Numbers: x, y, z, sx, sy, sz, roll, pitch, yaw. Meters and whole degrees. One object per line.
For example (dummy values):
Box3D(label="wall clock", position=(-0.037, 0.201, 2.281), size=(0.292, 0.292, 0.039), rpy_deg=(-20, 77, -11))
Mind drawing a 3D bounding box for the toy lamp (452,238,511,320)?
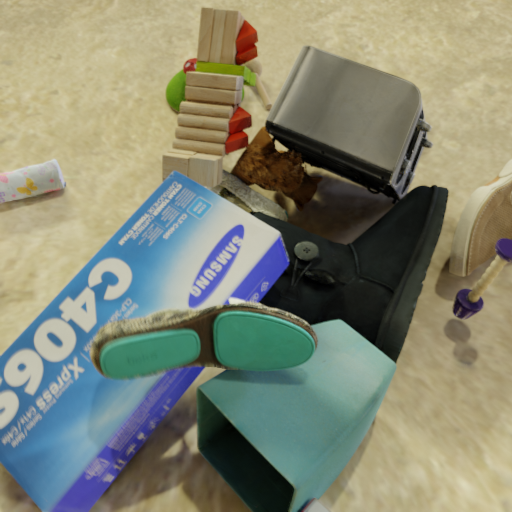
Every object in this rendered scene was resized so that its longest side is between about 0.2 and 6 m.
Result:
Box3D(label="toy lamp", position=(3.122, 0.366, 7.690), size=(0.416, 1.430, 0.416), rpy_deg=(8, 46, -9))

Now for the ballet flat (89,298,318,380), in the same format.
Box3D(label="ballet flat", position=(-0.558, 0.812, 6.014), size=(2.350, 0.797, 0.885), rpy_deg=(-4, 23, -11))

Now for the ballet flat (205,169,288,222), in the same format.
Box3D(label="ballet flat", position=(-0.379, -0.948, 9.655), size=(2.058, 0.738, 0.738), rpy_deg=(32, 55, 28))

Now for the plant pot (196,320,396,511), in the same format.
Box3D(label="plant pot", position=(0.581, 1.838, 6.630), size=(2.107, 1.489, 1.488), rpy_deg=(-31, 55, -32))

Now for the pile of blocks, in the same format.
Box3D(label="pile of blocks", position=(-0.531, -2.399, 9.444), size=(1.161, 1.534, 3.736), rpy_deg=(10, 76, 12))

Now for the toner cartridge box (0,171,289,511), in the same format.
Box3D(label="toner cartridge box", position=(-1.559, 0.929, 6.999), size=(1.904, 0.865, 4.009), rpy_deg=(32, 74, 25))

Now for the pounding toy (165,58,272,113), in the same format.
Box3D(label="pounding toy", position=(-0.886, -3.969, 12.229), size=(2.281, 1.058, 1.761), rpy_deg=(-8, 48, -7))

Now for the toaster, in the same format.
Box3D(label="toaster", position=(1.556, -2.130, 9.461), size=(2.661, 2.406, 1.579), rpy_deg=(27, 96, 19))

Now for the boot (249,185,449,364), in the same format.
Box3D(label="boot", position=(1.200, -0.202, 8.549), size=(2.845, 1.293, 3.386), rpy_deg=(21, 57, 13))

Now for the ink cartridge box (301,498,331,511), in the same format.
Box3D(label="ink cartridge box", position=(0.612, 3.049, 5.934), size=(0.539, 0.745, 0.541), rpy_deg=(36, 58, 25))

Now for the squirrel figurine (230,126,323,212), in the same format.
Box3D(label="squirrel figurine", position=(0.389, -1.381, 9.654), size=(1.453, 1.102, 1.557), rpy_deg=(35, 10, -6))

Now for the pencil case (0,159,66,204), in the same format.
Box3D(label="pencil case", position=(-4.170, -1.352, 10.157), size=(1.313, 0.546, 0.596), rpy_deg=(-18, 39, -17))

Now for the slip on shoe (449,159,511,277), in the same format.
Box3D(label="slip on shoe", position=(4.110, -0.632, 9.104), size=(0.921, 1.156, 3.041), rpy_deg=(21, 42, 35))
